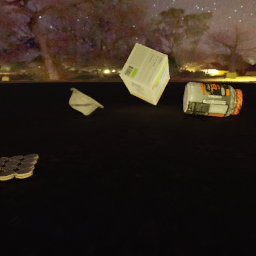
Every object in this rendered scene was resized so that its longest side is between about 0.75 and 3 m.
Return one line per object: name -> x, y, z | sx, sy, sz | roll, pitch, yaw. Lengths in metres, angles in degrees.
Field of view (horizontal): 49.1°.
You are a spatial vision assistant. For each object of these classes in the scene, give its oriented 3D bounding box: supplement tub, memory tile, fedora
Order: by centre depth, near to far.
memory tile -> -1.694, 0.572, 4.082 | 0.684, 0.075, 0.892 | -6, 14, -9
supplement tub -> 2.754, -0.930, 9.237 | 1.716, 1.051, 1.051 | 5, 11, 2
fedora -> -1.506, -0.817, 9.404 | 1.289, 0.582, 1.140 | 33, -1, 34

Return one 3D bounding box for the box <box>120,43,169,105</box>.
box -> 0.758, -2.044, 11.180 | 1.268, 1.408, 2.502 | 27, -4, 13
